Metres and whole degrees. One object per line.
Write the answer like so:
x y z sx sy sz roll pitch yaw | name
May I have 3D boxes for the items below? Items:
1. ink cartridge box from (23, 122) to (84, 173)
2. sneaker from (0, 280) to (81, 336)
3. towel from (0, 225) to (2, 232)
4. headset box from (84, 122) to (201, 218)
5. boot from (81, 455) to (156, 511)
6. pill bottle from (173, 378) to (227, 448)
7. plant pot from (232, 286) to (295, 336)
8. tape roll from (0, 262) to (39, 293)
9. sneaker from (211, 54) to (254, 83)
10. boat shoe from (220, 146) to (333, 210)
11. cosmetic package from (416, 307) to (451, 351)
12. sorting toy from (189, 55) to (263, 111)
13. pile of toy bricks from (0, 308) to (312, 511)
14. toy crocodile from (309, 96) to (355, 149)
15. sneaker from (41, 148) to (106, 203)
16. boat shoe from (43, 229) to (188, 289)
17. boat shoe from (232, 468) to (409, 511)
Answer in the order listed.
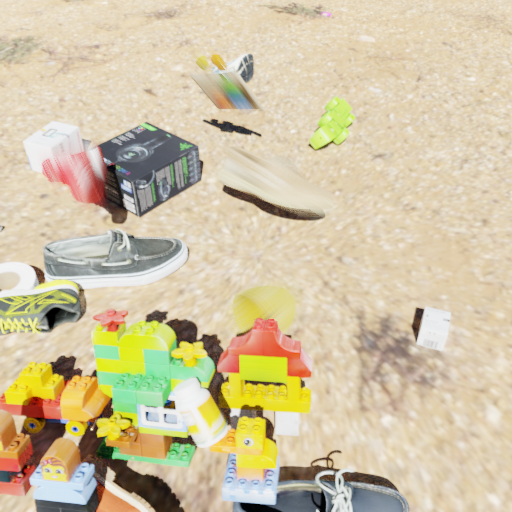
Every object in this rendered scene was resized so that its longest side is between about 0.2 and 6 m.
-4.704 -2.517 13.124 0.786 0.789 1.076 15 42 17 | ink cartridge box
-3.774 0.953 9.171 1.864 0.694 0.789 -21 45 -22 | sneaker
-6.076 -0.167 10.776 1.669 0.299 1.733 6 42 7 | towel
-2.451 -1.986 12.389 1.775 0.945 2.038 30 49 30 | headset box
-1.696 3.257 6.579 1.874 0.703 1.005 20 48 33 | boot
-0.647 1.765 6.360 0.399 0.708 0.399 -27 6 3 | pill bottle
0.220 0.885 9.029 1.003 1.003 0.712 33 44 32 | plant pot
-4.373 0.588 9.841 1.067 0.373 1.067 0 40 0 | tape roll
-0.829 -5.447 16.529 0.921 0.828 2.135 19 44 25 | sneaker
0.370 -1.543 11.033 2.643 0.853 0.942 22 18 31 | boat shoe
2.888 1.183 9.109 0.423 0.424 0.514 13 42 15 | cosmetic package
-0.774 -3.655 12.055 1.357 1.822 0.244 13 76 29 | sorting toy
-1.460 1.604 6.880 4.226 2.086 2.345 2 21 7 | pile of toy bricks
1.956 -3.394 14.279 0.776 0.710 2.300 42 41 -14 | toy crocodile
-3.280 -1.329 9.869 1.041 0.706 1.802 -11 25 0 | sneaker
-2.526 -0.011 10.112 2.589 0.918 0.933 -12 42 -13 | boat shoe
0.798 3.037 6.749 2.181 0.674 0.817 1 41 2 | boat shoe
